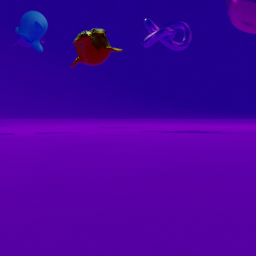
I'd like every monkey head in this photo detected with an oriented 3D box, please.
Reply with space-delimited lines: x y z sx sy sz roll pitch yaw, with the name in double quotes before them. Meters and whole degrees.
"monkey head" -3.259 -3.445 9.969 1.085 1.295 1.800 -38 32 5
"monkey head" -0.669 -1.450 5.130 1.081 0.651 0.778 -15 18 11
"monkey head" 2.518 -2.441 5.596 1.029 1.707 1.228 -44 -1 26
"monkey head" -4.101 -3.729 11.497 1.305 0.786 0.939 -6 23 0

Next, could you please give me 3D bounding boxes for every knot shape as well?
"knot shape" 1.152 -2.716 8.140 1.432 0.707 1.530 4 33 -1
